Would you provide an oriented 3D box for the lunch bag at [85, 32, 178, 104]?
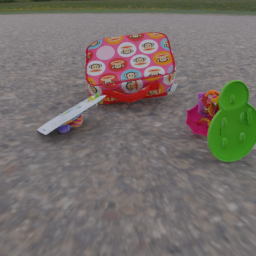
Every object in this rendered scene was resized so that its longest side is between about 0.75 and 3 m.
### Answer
[{"bbox_3d":[0.077,-1.788,8.760,2.820,1.155,2.484,-7,53,2],"label":"lunch bag"}]

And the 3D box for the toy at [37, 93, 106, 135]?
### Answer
[{"bbox_3d":[-1.351,-0.255,7.057,1.738,0.410,1.001,-39,22,-20],"label":"toy"}]

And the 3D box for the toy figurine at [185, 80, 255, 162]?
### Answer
[{"bbox_3d":[1.875,-0.306,6.268,1.279,1.704,1.568,-15,20,-16],"label":"toy figurine"}]
